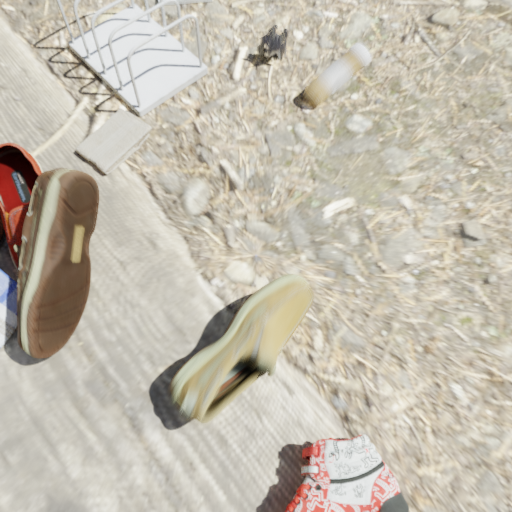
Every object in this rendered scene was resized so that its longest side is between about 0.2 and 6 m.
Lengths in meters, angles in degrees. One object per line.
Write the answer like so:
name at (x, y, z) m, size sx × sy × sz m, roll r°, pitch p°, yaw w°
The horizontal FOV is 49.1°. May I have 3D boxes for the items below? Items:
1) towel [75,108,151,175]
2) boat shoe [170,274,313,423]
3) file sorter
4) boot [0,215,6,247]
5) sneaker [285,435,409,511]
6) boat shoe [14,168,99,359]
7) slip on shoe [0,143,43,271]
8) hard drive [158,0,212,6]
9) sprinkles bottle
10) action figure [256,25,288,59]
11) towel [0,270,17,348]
towel at (-2.739, -2.233, 10.850) m, size 0.883 × 0.230 × 1.332 m, roll 36°, pitch 69°, yaw 18°
boat shoe at (0.014, 1.421, 8.342) m, size 2.692 × 0.965 × 1.025 m, roll -46°, pitch 36°, yaw -13°
file sorter at (-2.509, -4.497, 11.211) m, size 1.778 × 1.595 × 2.562 m, roll -39°, pitch 69°, yaw -18°
boot at (-4.833, -0.628, 8.916) m, size 0.767 × 2.240 × 2.108 m, roll -3°, pitch 64°, yaw -1°
sneaker at (0.734, 3.396, 7.729) m, size 2.477 × 0.827 × 1.328 m, roll -20°, pitch 64°, yaw -13°
boat shoe at (-3.243, 0.076, 8.786) m, size 1.084 × 1.082 × 2.931 m, roll 15°, pitch 91°, yaw 31°
slip on shoe at (-3.741, -0.538, 9.430) m, size 1.139 × 0.941 × 3.075 m, roll -22°, pitch 81°, yaw -13°
hard drive at (-1.629, -6.076, 12.786) m, size 1.216 × 0.162 × 0.802 m, roll -5°, pitch 64°, yaw -2°
sprinkles bottle at (1.628, -3.619, 11.174) m, size 1.379 × 0.470 × 0.470 m, roll -40°, pitch 69°, yaw 1°
action figure at (0.375, -4.417, 11.740) m, size 0.636 × 0.546 × 1.070 m, roll 20°, pitch 43°, yaw -2°
towel at (-4.490, 1.099, 8.521) m, size 0.254 × 1.565 × 2.130 m, roll 9°, pitch 58°, yaw 39°
